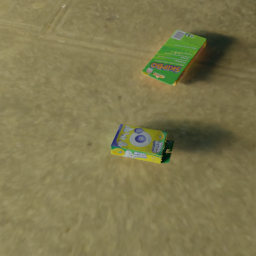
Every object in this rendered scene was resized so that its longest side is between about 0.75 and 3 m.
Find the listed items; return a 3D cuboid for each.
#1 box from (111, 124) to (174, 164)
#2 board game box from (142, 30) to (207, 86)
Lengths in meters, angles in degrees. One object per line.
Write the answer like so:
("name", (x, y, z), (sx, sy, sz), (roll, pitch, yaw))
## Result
("box", (0.436, 0.444, 7.916), (1.655, 0.400, 0.971), (11, 44, 11))
("board game box", (1.650, -2.484, 9.909), (1.245, 0.391, 2.606), (27, 60, 22))
